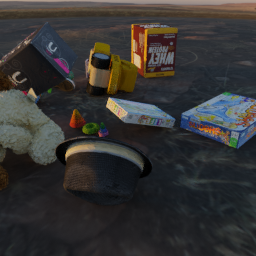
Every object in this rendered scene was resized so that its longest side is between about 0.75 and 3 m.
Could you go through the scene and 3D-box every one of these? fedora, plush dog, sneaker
[{"bbox_3d":[-0.549,0.980,5.693,2.061,2.061,0.941,4,56,7],"label":"fedora"},{"bbox_3d":[-3.406,0.178,6.805,2.866,2.300,2.462,18,56,32],"label":"plush dog"},{"bbox_3d":[-2.789,-2.197,12.715,1.811,0.757,1.093,18,41,34],"label":"sneaker"}]

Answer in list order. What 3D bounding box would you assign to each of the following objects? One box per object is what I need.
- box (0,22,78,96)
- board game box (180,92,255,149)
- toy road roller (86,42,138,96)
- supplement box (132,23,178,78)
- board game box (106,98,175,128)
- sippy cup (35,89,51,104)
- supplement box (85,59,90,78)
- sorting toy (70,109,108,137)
[{"bbox_3d":[-2.574,-1.652,7.586,2.026,1.238,1.074,-22,37,33],"label":"box"},{"bbox_3d":[3.413,-0.393,9.287,1.994,0.508,2.946,23,35,38],"label":"board game box"},{"bbox_3d":[-0.711,-2.479,12.295,2.015,1.696,2.761,8,30,-11],"label":"toy road roller"},{"bbox_3d":[1.293,-4.119,14.674,1.596,2.370,2.403,-7,27,-15],"label":"supplement box"},{"bbox_3d":[0.412,-0.481,8.929,1.866,0.319,1.254,6,22,-34],"label":"board game box"},{"bbox_3d":[-3.843,-1.400,10.742,1.558,1.224,1.142,-37,32,20],"label":"sippy cup"},{"bbox_3d":[-1.262,-2.963,14.022,1.633,0.889,0.497,1,26,3],"label":"supplement box"},{"bbox_3d":[-1.244,-0.199,8.695,1.555,0.535,0.539,21,41,34],"label":"sorting toy"}]
